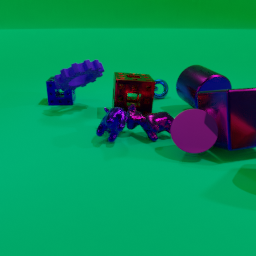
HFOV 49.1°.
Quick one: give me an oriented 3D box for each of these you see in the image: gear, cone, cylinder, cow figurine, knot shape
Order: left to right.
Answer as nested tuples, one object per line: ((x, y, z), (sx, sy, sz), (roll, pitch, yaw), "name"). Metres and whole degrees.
((-1.569, -1.684, 9.069), (1.616, 0.299, 1.616), (-22, -6, -2), "gear")
((-0.364, -0.223, 7.280), (0.684, 1.247, 1.227), (30, 50, -10), "cow figurine")
((0.559, -0.208, 7.401), (1.193, 0.655, 1.174), (-19, 49, -18), "cow figurine")
((0.854, -1.493, 10.963), (1.281, 0.592, 1.199), (19, 40, 26), "knot shape")
((1.553, 0.209, 6.655), (1.027, 1.027, 1.031), (5, -16, 13), "cone")
((2.415, -1.254, 9.047), (1.306, 1.306, 1.306), (-7, 28, -17), "cylinder")

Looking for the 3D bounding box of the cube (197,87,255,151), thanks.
((2.542, -0.268, 6.594), (1.300, 1.300, 1.300), (-6, 7, -14), "cube")

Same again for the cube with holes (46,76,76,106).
((-2.459, -1.388, 10.388), (0.889, 0.889, 0.889), (-1, 22, -3), "cube with holes")

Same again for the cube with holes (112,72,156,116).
((0.128, -1.055, 8.974), (1.190, 1.190, 1.190), (3, 21, -6), "cube with holes")
